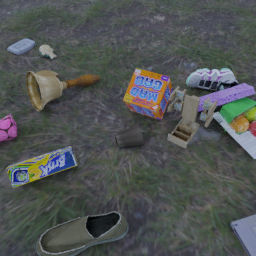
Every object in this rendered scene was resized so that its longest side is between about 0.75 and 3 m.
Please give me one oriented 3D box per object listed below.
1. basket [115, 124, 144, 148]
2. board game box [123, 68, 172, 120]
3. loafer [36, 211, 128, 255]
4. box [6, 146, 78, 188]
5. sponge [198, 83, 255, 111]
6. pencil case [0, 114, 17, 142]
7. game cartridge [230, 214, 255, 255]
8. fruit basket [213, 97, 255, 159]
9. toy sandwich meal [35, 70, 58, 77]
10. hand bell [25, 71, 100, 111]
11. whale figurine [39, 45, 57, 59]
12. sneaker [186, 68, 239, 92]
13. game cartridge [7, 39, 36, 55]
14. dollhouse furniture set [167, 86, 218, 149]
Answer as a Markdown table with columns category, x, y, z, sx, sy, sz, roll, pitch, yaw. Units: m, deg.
| category | x | y | z | sx | sy | sz | roll | pitch | yaw |
| --- | --- | --- | --- | --- | --- | --- | --- | --- | --- |
| basket | 0.019 | 0.311 | 9.282 | 0.849 | 0.577 | 0.765 | -13 | 58 | -8 |
| board game box | 0.747 | -1.175 | 9.923 | 1.244 | 1.243 | 1.244 | 19 | 82 | 17 |
| loafer | -1.124 | 2.516 | 6.923 | 2.307 | 0.804 | 0.868 | -15 | 48 | -14 |
| box | -2.499 | 1.111 | 8.250 | 1.894 | 0.609 | 0.663 | -19 | 4 | -19 |
| sponge | 3.379 | -1.113 | 10.084 | 1.976 | 0.295 | 1.102 | -17 | 14 | 12 |
| pencil case | -4.641 | 0.151 | 9.277 | 1.820 | 0.826 | 0.853 | -17 | 82 | -18 |
| game cartridge | 3.262 | 2.851 | 7.027 | 0.818 | 0.242 | 1.262 | -9 | 46 | -15 |
| fruit basket | 4.148 | -0.063 | 9.587 | 1.873 | 0.948 | 2.023 | -27 | 67 | -24 |
| toy sandwich meal | -3.490 | -2.014 | 11.710 | 1.132 | 0.388 | 1.132 | -1 | 48 | 2 |
| hand bell | -2.353 | -1.701 | 11.043 | 2.860 | 1.489 | 1.489 | -19 | 47 | -35 |
| whale figurine | -3.783 | -3.517 | 13.204 | 0.859 | 0.446 | 0.684 | 41 | 50 | 4 |
| sneaker | 3.483 | -1.709 | 11.079 | 2.070 | 0.805 | 1.448 | -11 | 46 | -10 |
| game cartridge | -5.179 | -3.990 | 13.739 | 0.803 | 0.244 | 1.204 | 23 | 50 | 26 |
| dollhouse furniture set | 1.920 | -0.299 | 9.147 | 1.390 | 1.586 | 1.053 | 26 | 51 | 24 |
